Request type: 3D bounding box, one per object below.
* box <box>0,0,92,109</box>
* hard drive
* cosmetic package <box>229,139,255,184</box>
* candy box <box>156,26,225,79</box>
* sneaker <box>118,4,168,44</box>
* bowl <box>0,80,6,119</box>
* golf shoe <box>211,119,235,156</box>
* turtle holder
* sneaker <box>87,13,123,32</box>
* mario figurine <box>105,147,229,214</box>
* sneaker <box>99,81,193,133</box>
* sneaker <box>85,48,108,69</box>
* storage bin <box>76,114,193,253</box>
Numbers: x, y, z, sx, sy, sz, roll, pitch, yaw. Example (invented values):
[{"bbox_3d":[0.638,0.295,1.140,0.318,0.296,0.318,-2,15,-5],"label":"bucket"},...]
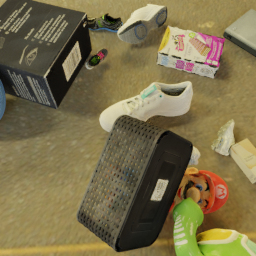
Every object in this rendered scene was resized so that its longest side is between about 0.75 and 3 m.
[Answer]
[{"bbox_3d":[-3.055,-2.497,9.038,2.861,1.680,2.813,18,61,10],"label":"box"},{"bbox_3d":[5.023,-3.242,10.214,1.740,0.410,2.494,-40,67,-20],"label":"hard drive"},{"bbox_3d":[3.404,0.908,7.823,0.587,0.397,1.117,-25,63,-14],"label":"cosmetic package"},{"bbox_3d":[2.177,-2.669,9.751,2.079,0.634,1.418,15,62,9],"label":"candy box"},{"bbox_3d":[0.439,-3.925,10.491,1.020,0.873,2.343,34,58,31],"label":"sneaker"},{"bbox_3d":[-4.542,-0.970,8.026,2.323,2.323,0.456,19,23,11],"label":"bowl"},{"bbox_3d":[2.921,0.294,8.238,0.570,0.459,1.172,35,69,-1],"label":"golf shoe"},{"bbox_3d":[1.757,2.957,5.653,2.719,2.066,1.931,31,30,14],"label":"turtle holder"},{"bbox_3d":[-0.960,-4.028,10.528,1.572,0.651,0.557,7,59,4],"label":"sneaker"},{"bbox_3d":[0.902,1.479,6.723,2.959,1.826,1.568,1,35,6],"label":"mario figurine"},{"bbox_3d":[0.525,-0.778,8.281,2.916,1.290,1.097,-18,63,-9],"label":"sneaker"},{"bbox_3d":[-1.023,-2.404,9.637,0.991,0.433,0.365,-43,106,-14],"label":"sneaker"},{"bbox_3d":[0.212,1.134,5.887,1.143,1.648,2.438,23,90,37],"label":"storage bin"}]
